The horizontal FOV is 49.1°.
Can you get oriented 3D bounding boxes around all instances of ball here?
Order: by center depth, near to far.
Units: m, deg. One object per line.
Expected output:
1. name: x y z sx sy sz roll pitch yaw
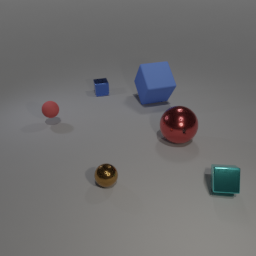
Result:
1. ball: -0.646 1.399 8.305 0.700 0.700 0.700 0 29 0
2. ball: 1.866 -0.118 10.286 1.400 1.400 1.400 0 29 0
3. ball: -3.169 -0.759 11.450 0.700 0.700 0.700 0 29 0

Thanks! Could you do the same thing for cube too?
1. cube: 2.748 1.427 7.950 0.700 0.700 0.700 2 0 10
2. cube: 1.251 -2.122 13.285 1.400 1.400 1.400 -10 68 -15
3. cube: -1.388 -2.128 14.601 0.700 0.700 0.700 -9 34 -11
